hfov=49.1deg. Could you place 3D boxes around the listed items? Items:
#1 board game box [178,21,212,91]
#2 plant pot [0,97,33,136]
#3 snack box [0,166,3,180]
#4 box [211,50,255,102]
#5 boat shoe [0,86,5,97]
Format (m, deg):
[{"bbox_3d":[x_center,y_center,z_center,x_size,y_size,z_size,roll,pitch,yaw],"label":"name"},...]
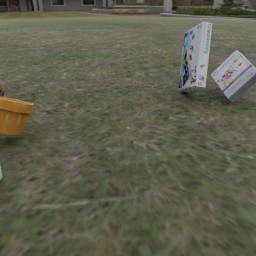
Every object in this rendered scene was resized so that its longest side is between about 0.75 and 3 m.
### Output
[{"bbox_3d":[2.672,-2.789,11.288,0.432,2.494,1.574,6,1,-15],"label":"board game box"},{"bbox_3d":[-3.315,-0.323,7.952,1.048,0.960,1.048,13,4,-1],"label":"plant pot"},{"bbox_3d":[-4.073,0.561,5.971,2.294,1.631,0.608,-3,23,-4],"label":"snack box"},{"bbox_3d":[4.206,-2.070,11.016,0.376,1.425,1.828,29,30,-28],"label":"box"},{"bbox_3d":[-4.361,-0.408,7.989,0.787,0.744,2.188,29,76,32],"label":"boat shoe"}]
